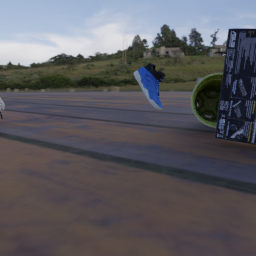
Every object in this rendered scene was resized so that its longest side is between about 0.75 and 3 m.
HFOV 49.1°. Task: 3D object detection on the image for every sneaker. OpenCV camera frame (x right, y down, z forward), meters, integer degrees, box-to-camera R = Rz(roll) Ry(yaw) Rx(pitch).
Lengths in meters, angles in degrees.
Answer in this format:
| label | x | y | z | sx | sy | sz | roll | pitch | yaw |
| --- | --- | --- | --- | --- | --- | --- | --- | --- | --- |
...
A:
| label | x | y | z | sx | sy | sz | roll | pitch | yaw |
| --- | --- | --- | --- | --- | --- | --- | --- | --- | --- |
| sneaker | 0.908 | -1.386 | 9.118 | 0.860 | 1.546 | 0.593 | -32 | -13 | 16 |

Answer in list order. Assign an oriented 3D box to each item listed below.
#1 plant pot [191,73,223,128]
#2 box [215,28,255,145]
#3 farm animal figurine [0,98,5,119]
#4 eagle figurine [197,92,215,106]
| label | x | y | z | sx | sy | sz | roll | pitch | yaw |
| --- | --- | --- | --- | --- | --- | --- | --- | --- | --- |
| plant pot | 2.126 | -0.617 | 6.913 | 1.265 | 1.265 | 1.163 | 1 | -1 | 5 |
| box | 2.594 | -0.723 | 5.135 | 1.668 | 2.116 | 0.526 | 9 | 17 | 27 |
| farm animal figurine | -4.652 | -1.424 | 8.252 | 2.707 | 1.361 | 2.186 | 35 | -20 | 2 |
| eagle figurine | 3.262 | -0.897 | 8.389 | 1.855 | 1.845 | 2.445 | -26 | 11 | 36 |
